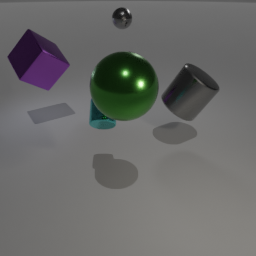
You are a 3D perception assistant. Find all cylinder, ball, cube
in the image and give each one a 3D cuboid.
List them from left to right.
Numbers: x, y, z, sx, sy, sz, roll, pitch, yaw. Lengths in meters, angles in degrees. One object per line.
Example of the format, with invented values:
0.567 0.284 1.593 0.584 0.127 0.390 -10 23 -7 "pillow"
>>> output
-3.338 -2.506 10.482 1.400 1.400 1.400 54 19 28 "cube"
-0.653 -0.400 7.353 0.700 0.700 0.700 0 69 1 "cylinder"
-0.201 -3.740 9.561 0.700 0.700 0.700 0 28 0 "ball"
-0.078 -0.838 5.708 1.400 1.400 1.400 0 28 0 "ball"
2.069 -1.190 9.388 1.400 1.400 1.400 26 32 -18 "cylinder"
